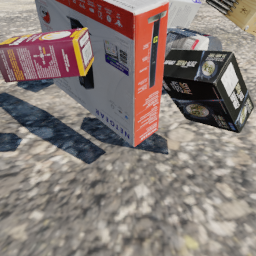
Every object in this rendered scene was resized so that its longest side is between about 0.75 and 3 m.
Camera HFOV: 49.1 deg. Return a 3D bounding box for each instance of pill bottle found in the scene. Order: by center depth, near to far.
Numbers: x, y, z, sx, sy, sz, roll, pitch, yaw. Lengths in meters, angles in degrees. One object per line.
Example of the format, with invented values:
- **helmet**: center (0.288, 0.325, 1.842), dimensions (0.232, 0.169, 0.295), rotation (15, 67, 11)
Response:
- **pill bottle**: center (1.716, -2.461, 8.659), dimensions (1.179, 1.179, 2.129), rotation (-20, 38, -29)

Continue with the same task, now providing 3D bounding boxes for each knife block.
- **knife block**: center (2.845, -3.302, 7.403), dimensions (2.202, 0.705, 1.933), rotation (-2, 49, -43)

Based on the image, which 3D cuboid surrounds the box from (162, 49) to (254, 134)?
- **box**: center (1.592, -0.751, 5.727), dimensions (1.393, 1.702, 0.733), rotation (20, 72, 44)

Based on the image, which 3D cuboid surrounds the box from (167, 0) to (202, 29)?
- **box**: center (1.198, -4.103, 10.249), dimensions (2.103, 1.934, 1.103), rotation (-5, 56, -26)

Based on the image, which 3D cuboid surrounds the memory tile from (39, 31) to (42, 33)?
- **memory tile**: center (-2.512, -3.546, 10.422), dimensions (2.121, 0.178, 1.626), rotation (-15, 0, 39)

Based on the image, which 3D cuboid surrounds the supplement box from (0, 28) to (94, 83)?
- **supplement box**: center (-1.113, -1.004, 3.843), dimensions (1.146, 0.491, 0.632), rotation (-3, 32, 8)

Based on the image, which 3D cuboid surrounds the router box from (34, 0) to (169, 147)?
- **router box**: center (-0.613, -1.456, 5.500), dimensions (0.724, 2.660, 2.964), rotation (-33, 52, -29)
